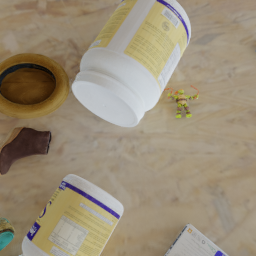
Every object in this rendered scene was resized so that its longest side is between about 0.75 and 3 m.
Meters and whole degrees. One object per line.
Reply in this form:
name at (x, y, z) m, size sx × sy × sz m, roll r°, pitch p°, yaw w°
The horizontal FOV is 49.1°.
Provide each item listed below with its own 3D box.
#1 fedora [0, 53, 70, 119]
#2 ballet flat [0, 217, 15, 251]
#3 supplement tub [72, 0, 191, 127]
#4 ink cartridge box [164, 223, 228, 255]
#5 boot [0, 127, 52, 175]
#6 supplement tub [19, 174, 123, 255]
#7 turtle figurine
fedora at (-2.632, -1.012, 7.552) m, size 2.107 × 0.859 × 2.107 m, roll 3°, pitch 67°, yaw -7°
ballet flat at (-3.489, 2.851, 6.096) m, size 0.785 × 0.785 × 2.222 m, roll 42°, pitch 74°, yaw 15°
supplement tub at (0.115, -1.729, 7.142) m, size 2.144 × 2.144 × 2.949 m, roll 26°, pitch 70°, yaw 10°
ink cartridge box at (1.488, 3.244, 6.059) m, size 1.603 × 0.351 × 1.619 m, roll 38°, pitch 71°, yaw 15°
boot at (-2.617, 0.593, 7.085) m, size 1.120 × 0.487 × 1.347 m, roll 7°, pitch 64°, yaw 5°
supplement tub at (-1.203, 2.210, 5.862) m, size 1.521 × 1.521 × 2.092 m, roll 28°, pitch 70°, yaw 11°
turtle figurine at (1.435, -0.722, 7.709) m, size 1.084 × 0.349 × 0.874 m, roll 1°, pitch 75°, yaw -9°
